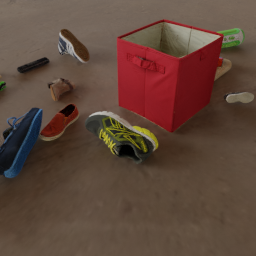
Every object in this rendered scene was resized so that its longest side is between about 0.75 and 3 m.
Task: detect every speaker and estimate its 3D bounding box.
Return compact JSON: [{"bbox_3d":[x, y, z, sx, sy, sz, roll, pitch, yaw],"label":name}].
[{"bbox_3d":[4.551,-4.224,13.349,1.949,0.862,0.862,-16,41,-19],"label":"speaker"}]

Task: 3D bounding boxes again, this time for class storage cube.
[{"bbox_3d":[1.273,-1.748,8.880,2.307,2.426,2.699,29,45,32],"label":"storage cube"}]

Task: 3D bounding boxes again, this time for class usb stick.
[{"bbox_3d":[-3.974,-2.660,11.831,0.397,0.233,1.432,33,48,27],"label":"usb stick"}]

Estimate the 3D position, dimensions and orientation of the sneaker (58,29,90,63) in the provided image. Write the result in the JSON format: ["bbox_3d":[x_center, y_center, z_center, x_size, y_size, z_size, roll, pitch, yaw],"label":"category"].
[{"bbox_3d":[-2.473,-3.433,12.591,0.661,1.023,1.887,-32,78,-38],"label":"sneaker"}]

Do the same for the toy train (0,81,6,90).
[{"bbox_3d":[-4.895,-1.316,10.098,0.365,0.270,1.293,2,37,19],"label":"toy train"}]

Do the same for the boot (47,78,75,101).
[{"bbox_3d":[-2.352,-1.426,10.118,0.911,0.438,1.246,-11,44,-24],"label":"boot"}]

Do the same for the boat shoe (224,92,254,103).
[{"bbox_3d":[3.796,-1.053,9.607,1.027,0.379,0.310,-7,24,-9],"label":"boat shoe"}]

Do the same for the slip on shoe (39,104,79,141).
[{"bbox_3d":[-2.076,-0.203,8.461,0.610,0.504,1.648,20,44,21],"label":"slip on shoe"}]

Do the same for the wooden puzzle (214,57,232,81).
[{"bbox_3d":[2.583,-2.621,11.447,2.536,0.634,2.738,26,45,29],"label":"wooden puzzle"}]

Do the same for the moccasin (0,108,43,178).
[{"bbox_3d":[-2.989,0.192,7.536,0.826,0.974,2.421,11,37,-1],"label":"moccasin"}]

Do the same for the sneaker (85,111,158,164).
[{"bbox_3d":[-0.306,0.238,7.594,2.195,0.817,0.929,19,44,19],"label":"sneaker"}]

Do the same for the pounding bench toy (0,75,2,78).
[{"bbox_3d":[-5.491,-2.370,11.111,0.518,0.651,0.834,-26,45,-29],"label":"pounding bench toy"}]
